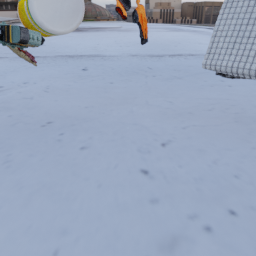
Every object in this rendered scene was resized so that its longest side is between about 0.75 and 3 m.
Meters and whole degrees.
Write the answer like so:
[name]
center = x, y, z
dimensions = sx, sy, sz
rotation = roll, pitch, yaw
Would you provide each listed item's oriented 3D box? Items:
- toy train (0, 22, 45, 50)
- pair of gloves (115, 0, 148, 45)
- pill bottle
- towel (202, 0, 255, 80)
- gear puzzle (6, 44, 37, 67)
[toy train]
center = -1.649, -1.399, 4.321
dimensions = 0.475, 0.355, 0.834
rotation = 8, 10, 14
[pair of gloves]
center = 0.075, -2.868, 6.792
dimensions = 0.197, 1.592, 1.418
rotation = -18, 60, 27
[pill bottle]
center = -2.215, -3.191, 7.623
dimensions = 1.362, 1.362, 2.416
rotation = -13, 20, -26
[towel]
center = 3.502, -2.496, 7.347
dimensions = 1.153, 2.695, 2.231
rotation = 15, 4, -45
[gear puzzle]
center = -3.141, -2.346, 7.105
dimensions = 1.026, 1.981, 0.259
rotation = 31, 82, 33
